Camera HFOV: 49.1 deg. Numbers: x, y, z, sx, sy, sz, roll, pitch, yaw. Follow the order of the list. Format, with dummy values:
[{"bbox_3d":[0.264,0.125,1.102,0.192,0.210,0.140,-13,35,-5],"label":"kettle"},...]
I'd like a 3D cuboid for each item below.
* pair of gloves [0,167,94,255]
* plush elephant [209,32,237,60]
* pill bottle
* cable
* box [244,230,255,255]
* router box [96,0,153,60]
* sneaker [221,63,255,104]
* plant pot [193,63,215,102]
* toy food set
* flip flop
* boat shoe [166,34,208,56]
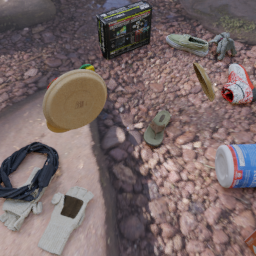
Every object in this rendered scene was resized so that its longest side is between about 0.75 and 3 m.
[{"bbox_3d":[-2.690,2.529,9.099,2.649,0.464,2.252,22,55,18],"label":"pair of gloves"},{"bbox_3d":[4.761,-4.273,14.243,1.137,1.380,1.069,-27,37,-12],"label":"plush elephant"},{"bbox_3d":[4.432,1.261,9.475,2.601,1.459,1.459,-2,51,0],"label":"pill bottle"},{"bbox_3d":[-3.557,1.473,9.834,2.097,0.653,2.570,-6,40,11],"label":"cable"},{"bbox_3d":[4.404,3.578,7.781,0.922,1.177,1.892,-23,55,-18],"label":"box"},{"bbox_3d":[-0.149,-4.908,14.038,2.793,2.093,0.868,-27,57,-21],"label":"router box"},{"bbox_3d":[4.713,-2.042,12.569,1.262,0.786,2.354,-7,54,-9],"label":"sneaker"},{"bbox_3d":[2.643,-1.596,9.626,0.206,1.496,1.496,-26,52,11],"label":"plant pot"},{"bbox_3d":[-1.466,-0.776,7.990,2.009,2.030,0.494,-25,47,-22],"label":"toy food set"},{"bbox_3d":[1.197,-0.076,11.129,0.791,0.562,1.951,21,54,16],"label":"flip flop"},{"bbox_3d":[3.111,-4.500,14.585,2.373,0.736,0.854,26,56,19],"label":"boat shoe"}]
